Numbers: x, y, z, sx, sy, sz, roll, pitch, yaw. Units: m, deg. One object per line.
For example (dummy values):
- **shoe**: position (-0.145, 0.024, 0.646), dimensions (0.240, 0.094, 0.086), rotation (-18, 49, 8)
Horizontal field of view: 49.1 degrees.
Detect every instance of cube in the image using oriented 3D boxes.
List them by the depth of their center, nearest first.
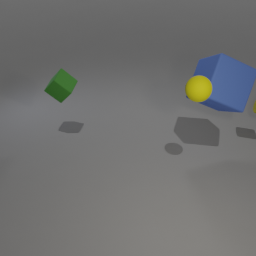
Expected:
- **cube**: position (2.973, -1.402, 9.041), dimensions (1.400, 1.400, 1.400), rotation (20, 1, -15)
- **cube**: position (-2.255, -1.423, 9.450), dimensions (0.700, 0.700, 0.700), rotation (37, 43, -23)

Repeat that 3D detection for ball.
- **ball**: position (1.868, -1.034, 7.416), dimensions (0.700, 0.700, 0.700), rotation (0, 31, 0)

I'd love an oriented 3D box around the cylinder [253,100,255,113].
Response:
- **cylinder**: position (4.871, -0.753, 9.776), dimensions (0.700, 0.700, 0.700), rotation (18, 33, 1)
